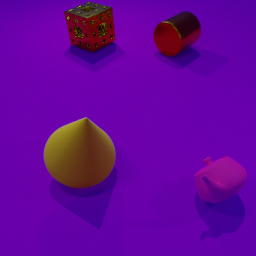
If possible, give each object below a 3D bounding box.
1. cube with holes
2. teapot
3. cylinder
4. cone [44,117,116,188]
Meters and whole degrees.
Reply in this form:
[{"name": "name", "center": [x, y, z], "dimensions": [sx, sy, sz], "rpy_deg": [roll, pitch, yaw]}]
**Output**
[{"name": "cube with holes", "center": [-1.291, -3.532, 9.734], "dimensions": [1.169, 1.169, 1.169], "rpy_deg": [28, 51, 31]}, {"name": "teapot", "center": [1.689, 0.926, 5.329], "dimensions": [0.784, 0.996, 1.601], "rpy_deg": [59, 26, 9]}, {"name": "cylinder", "center": [1.653, -3.163, 9.413], "dimensions": [1.168, 1.168, 1.168], "rpy_deg": [34, 54, 29]}, {"name": "cone", "center": [-0.829, 0.187, 5.168], "dimensions": [1.458, 1.463, 1.458], "rpy_deg": [6, 60, -10]}]
